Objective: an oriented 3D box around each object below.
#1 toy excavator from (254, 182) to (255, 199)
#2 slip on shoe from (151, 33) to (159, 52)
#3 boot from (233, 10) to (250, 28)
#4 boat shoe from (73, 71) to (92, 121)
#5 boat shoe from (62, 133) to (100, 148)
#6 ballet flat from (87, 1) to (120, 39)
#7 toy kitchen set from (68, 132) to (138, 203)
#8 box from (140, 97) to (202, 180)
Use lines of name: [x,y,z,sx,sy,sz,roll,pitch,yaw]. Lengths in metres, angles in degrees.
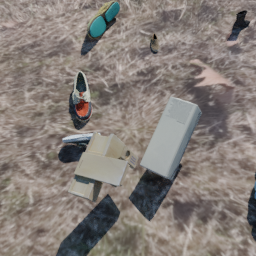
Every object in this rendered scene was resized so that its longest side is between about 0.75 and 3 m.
toy excavator: [4.905,1.712,9.736,1.764,0.906,1.814,-22,53,-14]
slip on shoe: [1.303,-4.092,13.392,0.379,0.302,0.996,1,60,0]
boot: [5.712,-5.408,13.825,1.020,0.888,0.353,-18,61,-10]
boat shoe: [-1.904,-1.318,11.547,0.779,0.685,2.190,-4,61,-4]
boat shoe: [-1.726,0.506,10.505,1.453,0.514,0.463,-5,103,4]
ballet flat: [-1.383,-5.346,13.886,0.954,0.954,2.699,26,64,14]
toy kitchen set: [-0.343,1.378,8.169,1.558,1.723,1.909,7,65,35]
box: [1.518,0.358,9.751,1.095,0.911,2.665,24,86,28]
